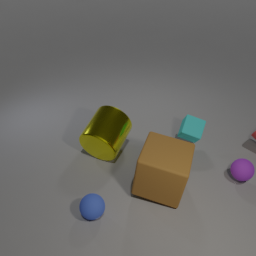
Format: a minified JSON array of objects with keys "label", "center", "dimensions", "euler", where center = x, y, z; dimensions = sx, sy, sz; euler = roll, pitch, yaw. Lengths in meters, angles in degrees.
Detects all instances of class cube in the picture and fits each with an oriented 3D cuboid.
[{"label":"cube","center":[1.024,1.190,8.153],"dimensions":[1.400,1.400,1.400],"euler":[16,39,10]},{"label":"cube","center":[2.248,0.032,9.936],"dimensions":[0.700,0.700,0.700],"euler":[20,76,2]}]

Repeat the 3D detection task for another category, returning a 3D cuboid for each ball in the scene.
[{"label":"ball","center":[3.550,1.295,8.695],"dimensions":[0.700,0.700,0.700],"euler":[0,33,0]},{"label":"ball","center":[-0.974,2.139,7.632],"dimensions":[0.700,0.700,0.700],"euler":[0,33,0]}]

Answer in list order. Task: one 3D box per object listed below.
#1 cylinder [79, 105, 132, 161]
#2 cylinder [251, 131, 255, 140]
[{"label":"cylinder","center":[-0.760,0.179,9.716],"dimensions":[1.400,1.400,1.400],"euler":[14,54,21]},{"label":"cylinder","center":[4.829,0.260,9.781],"dimensions":[0.700,0.700,0.700],"euler":[-28,69,-36]}]
